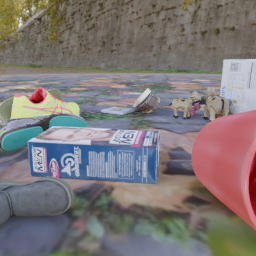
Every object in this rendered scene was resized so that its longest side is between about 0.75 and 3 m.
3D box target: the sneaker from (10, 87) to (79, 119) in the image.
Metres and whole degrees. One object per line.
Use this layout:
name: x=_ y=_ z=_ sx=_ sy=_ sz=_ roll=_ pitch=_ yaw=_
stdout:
sneaker: x=-2.694 y=-0.742 z=9.595 sx=1.136 sy=1.313 sz=2.907 roll=5 pitch=13 yaw=28

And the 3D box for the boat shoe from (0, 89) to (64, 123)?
boat shoe: x=-3.647 y=-0.680 z=10.265 sx=1.001 sy=1.094 sz=2.927 roll=-17 pitch=6 yaw=32

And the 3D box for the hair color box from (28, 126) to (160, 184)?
hair color box: x=-0.607 y=0.488 z=5.738 sx=2.462 sy=0.745 sz=1.231 roll=2 pitch=14 yaw=7

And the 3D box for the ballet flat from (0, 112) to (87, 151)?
ballet flat: x=-2.234 y=-0.040 z=7.238 sx=2.453 sy=0.882 sz=0.882 roll=-12 pitch=18 yaw=-43

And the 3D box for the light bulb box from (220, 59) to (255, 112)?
light bulb box: x=5.190 y=-1.702 z=11.563 sx=1.407 sy=2.235 sz=2.254 roll=-10 pitch=18 yaw=-38

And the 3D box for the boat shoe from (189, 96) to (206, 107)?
boat shoe: x=3.150 y=-1.348 z=13.525 sx=1.997 sy=0.626 sz=0.726 roll=-4 pitch=14 yaw=-16

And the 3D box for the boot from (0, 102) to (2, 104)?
boot: x=-5.300 y=-0.751 z=10.939 sx=1.217 sy=0.851 sz=2.269 roll=-2 pitch=19 yaw=-34

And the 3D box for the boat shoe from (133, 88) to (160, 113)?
boat shoe: x=0.834 y=-1.072 z=11.973 sx=0.816 sy=0.985 sz=2.742 roll=41 pitch=1 yaw=-1

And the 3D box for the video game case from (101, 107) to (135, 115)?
video game case: x=-0.421 y=-0.759 z=12.180 sx=1.117 sy=0.123 sz=1.016 roll=9 pitch=17 yaw=33

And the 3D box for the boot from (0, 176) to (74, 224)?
boot: x=-1.681 y=1.130 z=3.413 sx=1.514 sy=0.604 sz=1.665 roll=-10 pitch=3 yaw=20

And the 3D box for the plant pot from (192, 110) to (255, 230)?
plant pot: x=1.863 y=0.494 z=4.006 sx=1.808 sy=1.808 sz=1.600 roll=-4 pitch=6 yaw=-18

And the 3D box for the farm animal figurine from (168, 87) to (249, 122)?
farm animal figurine: x=3.001 y=-0.926 z=10.583 sx=2.290 sy=1.194 sz=2.265 roll=-5 pitch=15 yaw=-20
